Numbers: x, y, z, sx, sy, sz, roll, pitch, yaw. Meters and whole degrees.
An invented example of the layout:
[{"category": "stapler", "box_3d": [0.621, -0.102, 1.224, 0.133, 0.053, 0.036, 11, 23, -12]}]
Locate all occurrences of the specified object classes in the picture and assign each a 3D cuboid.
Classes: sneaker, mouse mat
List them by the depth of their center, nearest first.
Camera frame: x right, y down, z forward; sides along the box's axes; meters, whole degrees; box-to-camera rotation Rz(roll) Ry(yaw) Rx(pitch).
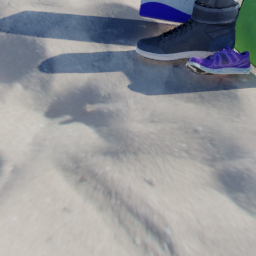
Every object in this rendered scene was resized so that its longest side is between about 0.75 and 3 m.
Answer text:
[{"category": "sneaker", "box_3d": [2.541, -1.898, 7.888, 1.952, 0.814, 0.787, -4, 10, -17]}, {"category": "mouse mat", "box_3d": [3.784, -2.615, 7.923, 0.085, 1.817, 2.259, -16, 54, -18]}, {"category": "sneaker", "box_3d": [1.667, -3.089, 8.096, 2.980, 2.153, 1.133, 0, 40, 6]}]

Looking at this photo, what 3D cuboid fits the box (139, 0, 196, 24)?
[{"category": "box", "box_3d": [1.875, -4.813, 9.077, 2.505, 2.724, 1.429, 12, 21, 8]}]
